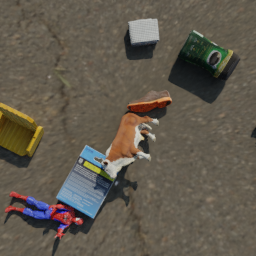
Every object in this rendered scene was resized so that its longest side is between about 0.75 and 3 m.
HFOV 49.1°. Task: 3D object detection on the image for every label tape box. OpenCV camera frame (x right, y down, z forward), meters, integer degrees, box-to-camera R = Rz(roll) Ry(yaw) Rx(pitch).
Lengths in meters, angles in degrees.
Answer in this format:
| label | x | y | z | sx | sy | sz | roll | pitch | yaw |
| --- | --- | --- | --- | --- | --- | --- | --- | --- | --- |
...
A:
| label | x | y | z | sx | sy | sz | roll | pitch | yaw |
| --- | --- | --- | --- | --- | --- | --- | --- | --- | --- |
| label tape box | -1.373 | 1.923 | 10.206 | 1.537 | 0.709 | 2.145 | 29 | 85 | 2 |

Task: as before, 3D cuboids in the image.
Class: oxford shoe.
| label | x | y | z | sx | sy | sz | roll | pitch | yaw |
| --- | --- | --- | --- | --- | --- | --- | --- | --- | --- |
| oxford shoe | 0.771 | -1.036 | 10.605 | 1.681 | 0.599 | 0.613 | -9 | 63 | -3 |

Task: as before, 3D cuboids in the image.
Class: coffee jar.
| label | x | y | z | sx | sy | sz | roll | pitch | yaw |
| --- | --- | --- | --- | --- | --- | --- | --- | --- | --- |
| coffee jar | 3.011 | -2.672 | 10.439 | 2.117 | 0.903 | 1.104 | 30 | 108 | 3 |

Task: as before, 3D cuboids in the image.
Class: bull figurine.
| label | x | y | z | sx | sy | sz | roll | pitch | yaw |
| --- | --- | --- | --- | --- | --- | --- | --- | --- | --- |
| bull figurine | 0.093 | 0.574 | 9.824 | 1.600 | 0.858 | 2.636 | 12 | 59 | 8 |

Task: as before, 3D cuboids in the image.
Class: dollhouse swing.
| label | x | y | z | sx | sy | sz | roll | pitch | yaw |
| --- | --- | --- | --- | --- | --- | --- | --- | --- | --- |
| dollhouse swing | -4.117 | 0.108 | 9.975 | 1.667 | 1.465 | 1.515 | 26 | 86 | 2 |

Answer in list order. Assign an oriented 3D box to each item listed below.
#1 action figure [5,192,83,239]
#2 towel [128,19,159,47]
| label | x | y | z | sx | sy | sz | roll | pitch | yaw |
| --- | --- | --- | --- | --- | --- | --- | --- | --- | --- |
| action figure | -2.969 | 3.031 | 9.830 | 2.793 | 1.382 | 0.911 | 15 | 86 | -1 |
| towel | 0.613 | -3.679 | 10.810 | 1.132 | 0.485 | 0.938 | -7 | 84 | 1 |
